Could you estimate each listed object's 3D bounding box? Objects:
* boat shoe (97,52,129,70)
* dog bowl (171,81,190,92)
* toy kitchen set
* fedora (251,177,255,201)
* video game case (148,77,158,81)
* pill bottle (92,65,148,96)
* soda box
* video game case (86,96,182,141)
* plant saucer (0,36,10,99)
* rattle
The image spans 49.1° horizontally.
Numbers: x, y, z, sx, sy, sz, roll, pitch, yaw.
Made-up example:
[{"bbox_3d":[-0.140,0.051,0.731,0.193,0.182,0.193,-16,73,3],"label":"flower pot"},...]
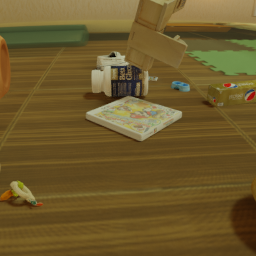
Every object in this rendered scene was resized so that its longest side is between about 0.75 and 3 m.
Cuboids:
[{"bbox_3d":[-0.855,-4.651,18.864,1.104,0.980,3.000,20,33,34],"label":"boat shoe"},{"bbox_3d":[2.778,-2.216,14.830,0.617,0.274,1.107,-20,33,-35],"label":"dog bowl"},{"bbox_3d":[1.745,-4.140,12.267,2.425,2.973,2.682,29,41,12],"label":"toy kitchen set"},{"bbox_3d":[3.929,1.779,6.054,2.495,1.018,2.495,0,26,0],"label":"fedora"},{"bbox_3d":[1.284,-2.889,16.385,0.826,0.074,0.591,5,27,11],"label":"video game case"},{"bbox_3d":[-0.401,-2.283,13.621,2.651,1.472,1.472,-2,27,-3],"label":"pill bottle"},{"bbox_3d":[5.074,-1.631,13.031,2.612,0.836,0.885,-7,29,-14],"label":"soda box"},{"bbox_3d":[0.245,-0.521,11.386,2.929,0.335,2.666,22,34,36],"label":"video game case"},{"bbox_3d":[-2.615,-1.265,5.685,0.256,1.370,1.370,-3,27,-13],"label":"plant saucer"},{"bbox_3d":[-2.645,1.794,6.900,0.920,0.599,0.657,43,68,9],"label":"rattle"}]
